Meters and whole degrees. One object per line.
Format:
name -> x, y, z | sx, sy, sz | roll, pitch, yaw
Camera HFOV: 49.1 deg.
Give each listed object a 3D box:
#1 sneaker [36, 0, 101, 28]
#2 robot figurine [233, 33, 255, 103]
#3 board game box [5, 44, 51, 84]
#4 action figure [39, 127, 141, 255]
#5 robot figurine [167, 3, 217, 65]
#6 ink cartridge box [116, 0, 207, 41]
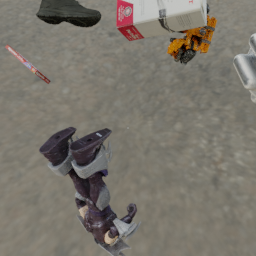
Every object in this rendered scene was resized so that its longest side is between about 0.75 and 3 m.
sneaker -> -1.088, -2.216, 5.160 | 1.270, 0.482, 0.577 | 11, 89, 11
robot figurine -> 3.440, -1.193, 5.556 | 2.583, 2.190, 1.458 | 3, 59, -19
board game box -> -1.731, -1.104, 4.854 | 0.853, 0.439, 0.083 | 40, 90, 21
action figure -> -0.439, 0.988, 3.973 | 1.339, 2.058, 0.714 | 14, 40, 39
robot figurine -> 1.692, -2.525, 7.612 | 0.661, 1.646, 2.270 | 12, 13, -11
ink cartridge box -> 0.706, -2.675, 5.816 | 1.778, 0.741, 1.291 | -3, 79, 24
